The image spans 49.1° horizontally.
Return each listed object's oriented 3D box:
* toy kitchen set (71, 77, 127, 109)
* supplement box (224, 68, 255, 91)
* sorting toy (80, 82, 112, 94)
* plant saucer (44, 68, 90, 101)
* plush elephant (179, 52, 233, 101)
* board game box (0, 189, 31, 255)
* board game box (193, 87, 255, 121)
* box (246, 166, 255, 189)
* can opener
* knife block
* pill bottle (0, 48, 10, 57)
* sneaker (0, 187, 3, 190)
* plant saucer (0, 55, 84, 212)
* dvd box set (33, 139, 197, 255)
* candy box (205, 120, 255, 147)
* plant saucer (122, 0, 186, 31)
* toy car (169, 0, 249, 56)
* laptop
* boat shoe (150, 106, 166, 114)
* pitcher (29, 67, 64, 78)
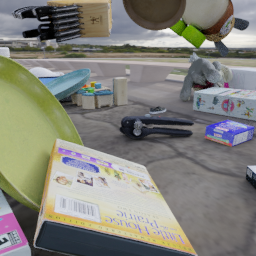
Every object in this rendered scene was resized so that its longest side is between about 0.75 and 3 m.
[{"bbox_3d":[-1.180,-1.495,11.317,1.840,1.084,1.474,-10,20,-32],"label":"toy kitchen set"},{"bbox_3d":[5.562,-1.901,12.263,1.338,1.311,2.590,-7,18,-22],"label":"supplement box"},{"bbox_3d":[-1.948,-2.145,14.603,1.686,0.408,2.995,-9,19,-28],"label":"sorting toy"},{"bbox_3d":[-2.790,-1.686,11.671,2.831,0.388,2.831,-20,25,10],"label":"plant saucer"},{"bbox_3d":[3.521,-2.052,12.319,1.899,2.020,2.452,30,42,-26],"label":"plush elephant"},{"bbox_3d":[-2.351,1.341,2.565,2.453,0.788,1.810,-12,20,-33],"label":"board game box"},{"bbox_3d":[3.813,-0.946,10.116,2.333,0.750,1.721,13,22,41],"label":"board game box"},{"bbox_3d":[2.708,1.016,4.446,1.019,0.281,1.492,-1,17,-3],"label":"box"},{"bbox_3d":[0.776,-0.064,7.400,2.004,0.635,0.788,-2,16,-4],"label":"can opener"},{"bbox_3d":[-1.801,-3.304,8.344,2.606,0.950,2.969,0,30,-1],"label":"knife block"},{"bbox_3d":[-4.706,-1.779,10.267,1.240,2.228,1.240,0,17,0],"label":"pill bottle"},{"bbox_3d":[-2.265,0.827,4.746,1.202,0.484,0.449,-14,20,-38],"label":"sneaker"},{"bbox_3d":[-1.427,0.144,4.182,0.407,2.620,2.620,-28,13,11],"label":"plant saucer"},{"bbox_3d":[-0.275,0.885,3.794,1.684,0.338,2.301,19,12,-17],"label":"dvd box set"},{"bbox_3d":[2.627,0.117,7.248,0.967,0.372,0.818,-11,22,-36],"label":"candy box"},{"bbox_3d":[0.568,-2.785,6.083,1.415,1.415,0.208,6,54,19],"label":"plant saucer"},{"bbox_3d":[2.998,-3.437,9.253,2.565,2.107,2.024,23,23,-38],"label":"toy car"},{"bbox_3d":[-3.042,-1.735,12.387,1.591,0.927,1.795,-7,18,-21],"label":"laptop"},{"bbox_3d":[1.092,-0.664,10.075,0.769,0.218,0.264,-14,22,-39],"label":"boat shoe"},{"bbox_3d":[-4.558,-2.862,15.730,1.803,1.093,1.547,6,28,-3],"label":"pitcher"}]
